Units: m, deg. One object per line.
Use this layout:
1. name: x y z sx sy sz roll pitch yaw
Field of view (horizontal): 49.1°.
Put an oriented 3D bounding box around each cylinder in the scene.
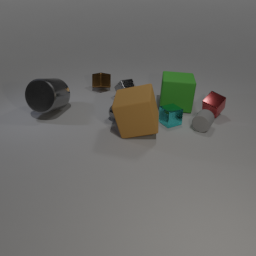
1. cylinder: 2.945 -0.289 10.953 0.700 0.700 0.700 16 32 27
2. cylinder: -3.387 -1.402 11.915 1.400 1.400 1.400 7 12 12

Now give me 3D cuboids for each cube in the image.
1. cube: -0.106 -1.870 13.509 0.700 0.700 0.700 -15 -13 -35
2. cube: -1.379 -2.450 14.536 0.700 0.700 0.700 1 2 43
3. cube: 1.732 -0.506 11.366 0.700 0.700 0.700 -14 32 -24
4. cube: 0.326 -0.635 10.448 1.400 1.400 1.400 -9 33 13
5. cube: 2.196 -1.641 12.594 1.400 1.400 1.400 6 29 4
6. cube: 3.617 -0.992 11.803 0.700 0.700 0.700 33 69 30

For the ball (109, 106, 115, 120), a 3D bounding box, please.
1. ball: -0.457 -0.663 11.657 0.700 0.700 0.700 0 29 0
